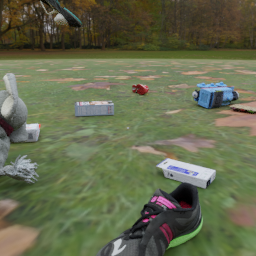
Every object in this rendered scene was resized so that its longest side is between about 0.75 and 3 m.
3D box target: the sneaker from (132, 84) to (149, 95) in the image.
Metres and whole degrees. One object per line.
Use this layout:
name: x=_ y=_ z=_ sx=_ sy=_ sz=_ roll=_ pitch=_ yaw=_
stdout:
sneaker: x=0.733 y=-1.802 z=12.729 sx=0.711 sy=0.482 sz=1.231 roll=-9 pitch=20 yaw=-24

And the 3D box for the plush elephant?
plush elephant: x=-2.340 y=-0.059 z=4.520 sx=2.072 sy=1.707 sz=1.604 roll=12 pitch=54 yaw=-13

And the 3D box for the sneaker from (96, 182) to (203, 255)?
sneaker: x=0.237 y=0.998 z=2.857 sx=0.621 sy=0.677 sz=1.617 roll=12 pitch=20 yaw=36

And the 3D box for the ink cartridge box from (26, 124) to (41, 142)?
ink cartridge box: x=-2.766 y=0.000 z=6.836 sx=1.175 sy=0.363 sz=1.449 roll=-3 pitch=19 yaw=-13

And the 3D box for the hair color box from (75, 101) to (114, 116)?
hair color box: x=-1.076 y=-0.620 z=8.895 sx=1.200 sy=0.364 sz=0.594 roll=-2 pitch=16 yaw=-10

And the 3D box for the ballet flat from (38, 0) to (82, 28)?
ballet flat: x=-2.001 y=-3.295 z=7.962 sx=0.517 sy=1.510 sz=0.514 roll=-46 pitch=2 yaw=-5

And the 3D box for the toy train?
toy train: x=3.229 y=-1.187 z=10.223 sx=1.807 sy=0.783 sz=1.033 roll=-7 pitch=27 yaw=-29

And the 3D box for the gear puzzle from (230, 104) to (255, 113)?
gear puzzle: x=4.002 y=-0.580 z=9.197 sx=1.190 sy=0.156 sz=0.616 roll=16 pitch=21 yaw=35

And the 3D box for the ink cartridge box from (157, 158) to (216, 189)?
ink cartridge box: x=0.949 y=0.736 z=4.653 sx=0.888 sy=0.174 sz=0.442 roll=13 pitch=21 yaw=33
